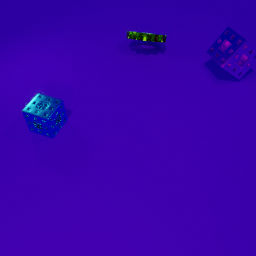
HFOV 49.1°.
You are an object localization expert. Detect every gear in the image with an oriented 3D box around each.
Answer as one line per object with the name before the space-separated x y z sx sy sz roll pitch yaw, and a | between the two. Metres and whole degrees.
gear | 0.670 -3.342 10.271 1.443 0.267 1.443 5 19 -2

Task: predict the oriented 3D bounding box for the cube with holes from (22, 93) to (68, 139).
cube with holes | -2.297 -0.339 7.846 0.796 0.796 0.796 17 50 15

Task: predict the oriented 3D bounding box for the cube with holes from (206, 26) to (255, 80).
cube with holes | 3.462 -2.442 9.166 1.030 1.030 1.030 20 31 -36
